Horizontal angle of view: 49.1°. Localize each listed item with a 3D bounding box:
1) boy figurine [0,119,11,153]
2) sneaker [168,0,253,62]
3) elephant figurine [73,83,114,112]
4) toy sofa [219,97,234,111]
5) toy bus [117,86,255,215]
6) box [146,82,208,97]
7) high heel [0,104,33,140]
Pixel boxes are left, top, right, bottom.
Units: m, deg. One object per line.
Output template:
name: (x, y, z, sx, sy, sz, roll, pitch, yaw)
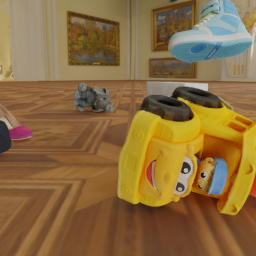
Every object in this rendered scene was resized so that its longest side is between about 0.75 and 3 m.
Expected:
boy figurine: (-3.899, 0.106, 6.651, 2.603, 0.838, 1.618, 7, 26, 40)
sneaker: (2.276, -3.049, 8.477, 2.791, 1.822, 1.110, -8, -16, -23)
elephant figurine: (-1.326, -1.187, 12.377, 1.922, 1.491, 1.360, 13, -29, 10)
toy sofa: (2.534, -0.427, 9.622, 1.982, 0.967, 0.821, -6, 39, -29)
toy bus: (1.245, 0.479, 4.008, 2.166, 1.531, 2.256, 26, 26, 28)
box: (2.248, -1.517, 13.110, 1.754, 1.225, 2.304, -7, 14, -40)
high heel: (-3.323, -0.217, 7.939, 0.646, 0.920, 1.917, -12, 17, -43)
